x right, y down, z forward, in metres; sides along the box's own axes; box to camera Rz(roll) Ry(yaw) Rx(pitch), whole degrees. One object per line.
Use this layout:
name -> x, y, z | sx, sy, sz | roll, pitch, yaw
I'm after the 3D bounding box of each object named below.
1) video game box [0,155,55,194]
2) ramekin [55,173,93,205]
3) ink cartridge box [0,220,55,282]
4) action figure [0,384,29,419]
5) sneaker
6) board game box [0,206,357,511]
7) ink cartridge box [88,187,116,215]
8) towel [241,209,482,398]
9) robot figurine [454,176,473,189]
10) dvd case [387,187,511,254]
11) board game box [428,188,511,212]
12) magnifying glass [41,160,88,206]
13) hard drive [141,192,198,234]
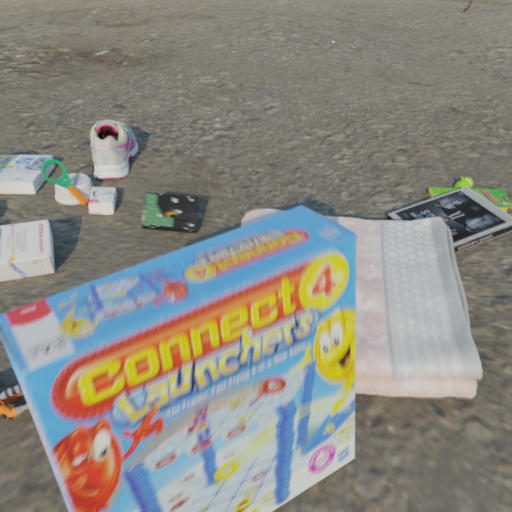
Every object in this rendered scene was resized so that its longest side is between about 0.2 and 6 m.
video game box -> -5.905, -1.976, 13.492 | 1.630, 0.382, 1.485 | 1, 37, 1
ramekin -> -4.171, -1.555, 12.833 | 0.915, 0.426, 0.915 | 0, 35, 0
ink cartridge box -> -4.476, -0.084, 10.421 | 1.315, 0.552, 0.953 | -9, 52, -14
action figure -> -3.637, 1.922, 7.730 | 1.093, 0.591, 1.130 | -3, 33, -20
sneaker -> -3.610, -2.968, 14.242 | 1.049, 1.138, 2.579 | -5, 35, -7
board game box -> -0.468, 1.516, 5.835 | 3.290, 3.221, 0.919 | -22, 34, -26
ink cartridge box -> -3.413, -1.230, 12.463 | 0.537, 0.313, 0.738 | 0, 33, -9
towel -> 1.400, 0.520, 9.441 | 4.036, 0.681, 4.226 | 2, 35, 9
robot figurine -> 4.836, -1.646, 13.033 | 0.476, 0.418, 0.275 | -34, 16, -9
dvd case -> 4.018, -0.707, 11.542 | 2.094, 0.259, 1.574 | -19, 41, -16
board game box -> 4.786, -1.238, 12.552 | 1.695, 0.254, 0.810 | 0, 37, 5
magnifying glass -> -4.196, -1.602, 12.339 | 1.247, 0.140, 0.496 | 46, 74, -2
hard drive -> -1.765, -0.882, 11.517 | 1.114, 0.211, 0.778 | 4, 67, -10
